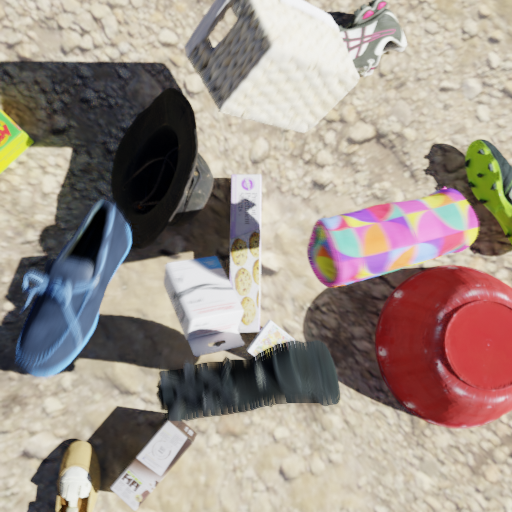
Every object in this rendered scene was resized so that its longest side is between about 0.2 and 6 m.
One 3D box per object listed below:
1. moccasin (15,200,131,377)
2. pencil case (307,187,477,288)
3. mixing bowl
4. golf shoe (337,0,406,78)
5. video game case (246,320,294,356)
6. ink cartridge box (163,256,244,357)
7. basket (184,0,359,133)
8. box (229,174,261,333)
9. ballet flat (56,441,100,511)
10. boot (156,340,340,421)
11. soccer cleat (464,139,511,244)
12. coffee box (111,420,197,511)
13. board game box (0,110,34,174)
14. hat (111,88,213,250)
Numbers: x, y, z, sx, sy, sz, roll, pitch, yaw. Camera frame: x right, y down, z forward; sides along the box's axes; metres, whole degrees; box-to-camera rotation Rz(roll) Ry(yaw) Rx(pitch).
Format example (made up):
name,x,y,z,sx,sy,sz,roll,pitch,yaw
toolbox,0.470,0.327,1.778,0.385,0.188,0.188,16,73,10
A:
name,x,y,z,sx,sy,sz,roll,pitch,yaw
moccasin,-2.722,0.328,8.029,1.114,0.944,2.768,5,52,10
pencil case,2.031,-0.302,8.440,2.561,1.132,1.132,-14,81,-20
mixing bowl,4.091,1.707,10.723,3.340,1.809,3.340,0,81,1
golf shoe,1.969,-4.332,12.068,2.828,1.092,1.246,-38,90,-5
video game case,0.308,1.810,11.314,0.841,0.096,0.765,42,82,-32
ink cartridge box,-0.820,0.780,9.093,0.917,0.536,1.581,-9,49,-26
basket,0.345,-3.223,9.339,1.652,2.437,1.503,-41,64,37
box,-0.229,-0.048,11.572,0.675,0.630,3.257,1,81,0
ballet flat,-3.464,4.796,10.749,0.796,0.731,2.320,2,81,-7
boot,-0.056,2.030,8.771,2.237,2.730,1.010,-19,68,19
soccer cleat,5.343,-1.248,11.732,1.119,0.932,2.760,-19,76,-28
coffee box,-1.929,3.935,10.797,0.649,0.919,1.626,40,84,5
board game box,-6.275,-2.035,11.887,1.372,0.643,2.701,43,83,6
hat,-1.668,-1.615,11.314,1.337,3.315,3.315,15,79,-38
